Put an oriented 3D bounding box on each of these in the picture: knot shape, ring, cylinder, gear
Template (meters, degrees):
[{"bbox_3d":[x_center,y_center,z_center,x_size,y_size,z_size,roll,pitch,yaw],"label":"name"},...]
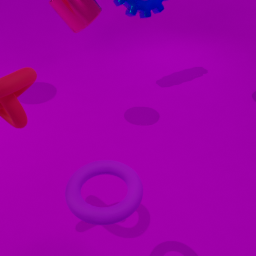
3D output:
[{"bbox_3d":[-1.993,-0.522,4.176,1.442,1.541,0.712,-19,65,27],"label":"knot shape"},{"bbox_3d":[-0.330,0.861,3.914,1.086,0.217,1.086,1,38,0],"label":"ring"},{"bbox_3d":[-1.255,-2.932,6.714,0.912,0.912,0.912,-29,34,22],"label":"cylinder"},{"bbox_3d":[0.412,-4.397,8.416,2.037,2.037,0.377,-19,21,-18],"label":"gear"}]
